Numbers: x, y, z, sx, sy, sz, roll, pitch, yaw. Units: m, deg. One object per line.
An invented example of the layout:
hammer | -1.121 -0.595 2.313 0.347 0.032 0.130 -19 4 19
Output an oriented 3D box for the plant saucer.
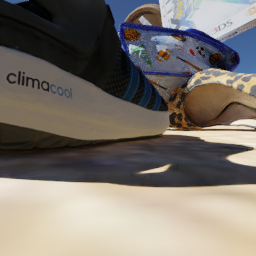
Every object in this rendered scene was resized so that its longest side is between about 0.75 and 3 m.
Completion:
plant saucer | 0.608 -3.420 10.301 2.305 2.305 0.340 1 1 32

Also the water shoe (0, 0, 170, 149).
water shoe | -0.217 -0.428 1.952 0.914 1.008 2.555 0 1 14

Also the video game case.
video game case | 1.724 -3.007 6.372 2.291 2.513 0.277 -19 -21 41

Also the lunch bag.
lunch bag | 0.814 -1.000 5.973 2.403 1.488 2.043 2 -27 -12

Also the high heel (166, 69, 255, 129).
high heel | 1.283 -0.238 4.143 2.581 0.921 1.840 -22 18 32
